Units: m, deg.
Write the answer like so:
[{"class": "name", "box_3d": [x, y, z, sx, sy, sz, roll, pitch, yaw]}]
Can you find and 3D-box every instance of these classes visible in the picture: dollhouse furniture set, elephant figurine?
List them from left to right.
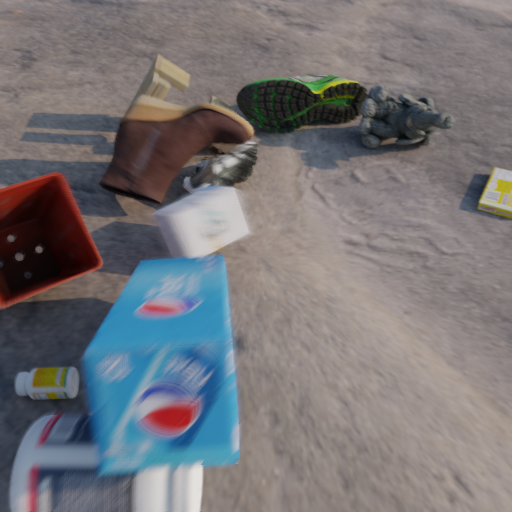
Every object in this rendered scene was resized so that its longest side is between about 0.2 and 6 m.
[{"class": "dollhouse furniture set", "box_3d": [-1.823, -2.954, 12.987, 2.211, 1.801, 2.103, 27, 33, -23]}, {"class": "elephant figurine", "box_3d": [3.367, -2.918, 12.246, 2.005, 1.419, 1.556, 10, 54, 22]}]

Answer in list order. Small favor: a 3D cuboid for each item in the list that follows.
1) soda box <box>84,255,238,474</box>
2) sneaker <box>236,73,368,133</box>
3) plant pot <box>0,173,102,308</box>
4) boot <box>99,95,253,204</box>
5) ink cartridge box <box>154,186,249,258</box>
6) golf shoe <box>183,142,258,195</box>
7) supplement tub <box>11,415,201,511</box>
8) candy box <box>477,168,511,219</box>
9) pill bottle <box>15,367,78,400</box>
[{"class": "soda box", "box_3d": [-0.899, 0.917, 6.383, 1.227, 1.161, 3.618, -4, 11, -4]}, {"class": "sneaker", "box_3d": [1.001, -3.746, 13.528, 3.190, 1.245, 1.359, -6, 31, -22]}, {"class": "plant pot", "box_3d": [-3.476, -0.131, 8.400, 1.550, 1.552, 1.367, -25, 1, -32]}, {"class": "boot", "box_3d": [-1.497, -1.897, 10.707, 2.553, 0.924, 2.123, 13, 70, 4]}, {"class": "ink cartridge box", "box_3d": [-0.913, -0.552, 9.317, 1.158, 0.846, 0.850, -29, 22, -26]}, {"class": "golf shoe", "box_3d": [-0.656, -1.789, 11.123, 0.971, 0.799, 2.056, 23, 44, 15]}, {"class": "supplement tub", "box_3d": [-1.473, 2.272, 5.797, 1.723, 1.209, 1.209, 1, 39, 1]}, {"class": "candy box", "box_3d": [4.913, -1.245, 11.001, 0.780, 0.201, 1.526, 21, 44, 21]}, {"class": "pill bottle", "box_3d": [-2.701, 1.649, 7.238, 0.710, 0.400, 0.400, -2, 39, -2]}]
